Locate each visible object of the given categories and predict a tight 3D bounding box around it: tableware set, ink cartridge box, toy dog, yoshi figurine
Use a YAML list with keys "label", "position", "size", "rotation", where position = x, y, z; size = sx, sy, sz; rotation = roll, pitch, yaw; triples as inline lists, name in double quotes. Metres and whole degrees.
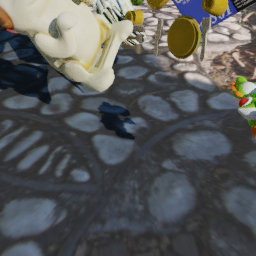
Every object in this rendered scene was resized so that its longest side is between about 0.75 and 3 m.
- label: "tableware set"
  position: [0.879, -2.574, 6.293]
  size: [0.432, 1.895, 2.814]
  rotation: [-11, 24, -38]
- label: "ink cartridge box"
  position: [2.573, -3.586, 6.896]
  size: [2.885, 1.356, 0.638]
  rotation: [-19, 31, 47]
- label: "toy dog"
  position: [-1.621, -2.409, 6.212]
  size: [2.674, 2.758, 1.924]
  rotation: [19, 80, 44]
- label: "yoshi figurine"
  position: [2.301, -0.429, 4.923]
  size: [0.737, 0.734, 1.310]
  rotation: [-28, 44, 20]

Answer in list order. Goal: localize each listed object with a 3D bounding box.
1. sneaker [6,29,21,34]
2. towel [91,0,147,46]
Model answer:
- label: "sneaker"
  position: [-3.261, -4.508, 9.300]
  size: [1.000, 1.382, 2.828]
  rotation: [28, 69, -2]
- label: "towel"
  position: [-0.483, -3.663, 8.110]
  size: [0.604, 2.147, 2.508]
  rotation: [-30, 62, 22]
